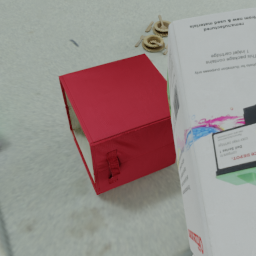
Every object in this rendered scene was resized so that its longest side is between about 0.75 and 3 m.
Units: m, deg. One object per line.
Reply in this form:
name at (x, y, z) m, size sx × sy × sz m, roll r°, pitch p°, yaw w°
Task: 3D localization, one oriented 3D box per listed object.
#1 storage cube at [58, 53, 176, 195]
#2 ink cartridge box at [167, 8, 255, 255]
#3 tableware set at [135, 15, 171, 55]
storage cube at (-0.152, -0.103, 6.809) m, size 2.251 × 2.140 × 2.504 m, roll -19°, pitch 54°, yaw -17°
ink cartridge box at (1.164, 0.250, 3.420) m, size 1.072 × 1.848 × 2.552 m, roll -7°, pitch 73°, yaw 5°
tableware set at (1.186, -3.618, 10.727) m, size 1.303 × 0.395 × 1.972 m, roll 19°, pitch 54°, yaw 15°
